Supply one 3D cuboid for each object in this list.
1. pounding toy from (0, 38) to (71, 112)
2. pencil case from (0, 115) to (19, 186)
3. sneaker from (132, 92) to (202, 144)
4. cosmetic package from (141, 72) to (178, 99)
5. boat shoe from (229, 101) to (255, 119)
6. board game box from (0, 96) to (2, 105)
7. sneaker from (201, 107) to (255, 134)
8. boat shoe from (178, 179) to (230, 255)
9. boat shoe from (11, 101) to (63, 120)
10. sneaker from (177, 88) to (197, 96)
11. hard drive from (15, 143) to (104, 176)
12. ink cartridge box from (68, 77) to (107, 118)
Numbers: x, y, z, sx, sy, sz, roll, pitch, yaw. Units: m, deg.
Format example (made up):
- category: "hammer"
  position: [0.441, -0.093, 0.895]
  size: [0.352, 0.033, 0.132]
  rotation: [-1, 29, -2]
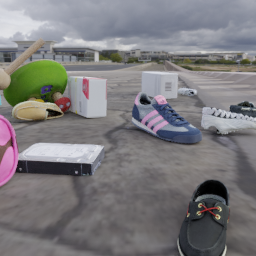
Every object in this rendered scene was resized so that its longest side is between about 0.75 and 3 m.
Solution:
- category: "pounding toy"
  position: [-2.836, -1.128, 9.023]
  size: [2.212, 1.330, 2.866]
  rotation: [-33, -20, -6]
- category: "pencil case"
  position: [-3.045, 0.198, 4.176]
  size: [2.707, 1.229, 1.268]
  rotation: [2, 5, 21]
- category: "sneaker"
  position: [0.851, -0.288, 6.706]
  size: [0.761, 0.890, 2.170]
  rotation: [-12, 24, -39]
- category: "cosmetic package"
  position: [1.495, -2.149, 13.835]
  size: [0.952, 1.208, 2.245]
  rotation: [-5, 16, -18]
- category: "boat shoe"
  position: [3.556, -0.522, 8.429]
  size: [0.728, 0.581, 1.924]
  rotation: [10, 17, 35]
- category: "board game box"
  position: [-6.239, -1.070, 10.985]
  size: [1.428, 0.444, 1.891]
  rotation: [12, 18, 39]
- category: "sneaker"
  position: [2.505, -0.105, 6.867]
  size: [1.460, 0.592, 0.549]
  rotation: [13, 2, 4]
- category: "boat shoe"
  position: [0.808, 0.928, 2.918]
  size: [0.465, 0.398, 1.271]
  rotation: [6, 16, 22]
- category: "boat shoe"
  position: [-2.611, -0.470, 8.314]
  size: [0.608, 0.572, 1.598]
  rotation: [30, 26, 30]
- category: "sneaker"
  position: [3.011, -1.844, 14.295]
  size: [1.004, 0.377, 0.577]
  rotation: [8, 12, 15]
- category: "hard drive"
  position: [-1.159, 0.515, 4.883]
  size: [1.358, 0.257, 0.948]
  rotation: [3, 14, 7]
- category: "ink cartridge box"
  position: [-1.385, -1.079, 9.337]
  size: [0.702, 1.222, 1.684]
  rotation: [-6, 14, -31]
